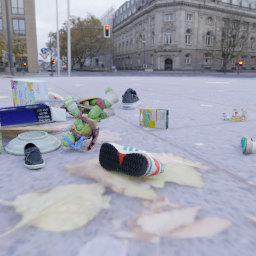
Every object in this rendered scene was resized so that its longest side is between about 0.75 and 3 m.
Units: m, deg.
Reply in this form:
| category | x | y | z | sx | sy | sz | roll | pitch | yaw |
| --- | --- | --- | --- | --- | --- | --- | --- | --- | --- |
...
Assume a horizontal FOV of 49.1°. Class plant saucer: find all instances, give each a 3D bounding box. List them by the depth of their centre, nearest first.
| category | x | y | z | sx | sy | sz | roll | pitch | yaw |
| --- | --- | --- | --- | --- | --- | --- | --- | --- | --- |
| plant saucer | -2.691 | 0.368 | 7.987 | 1.525 | 0.383 | 1.525 | 1 | 14 | 0 |

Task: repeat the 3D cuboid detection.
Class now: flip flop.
| category | x | y | z | sx | sy | sz | roll | pitch | yaw |
| --- | --- | --- | --- | --- | --- | --- | --- | --- | --- |
| flip flop | -2.152 | -0.712 | 12.365 | 1.742 | 0.501 | 0.706 | 8 | -27 | -14 |

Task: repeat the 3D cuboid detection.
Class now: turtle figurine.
| category | x | y | z | sx | sy | sz | roll | pitch | yaw |
| --- | --- | --- | --- | --- | --- | --- | --- | --- | --- |
| turtle figurine | -1.442 | -0.459 | 8.225 | 2.162 | 1.556 | 2.096 | 20 | 46 | 42 |

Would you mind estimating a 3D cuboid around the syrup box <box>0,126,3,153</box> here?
| category | x | y | z | sx | sy | sz | roll | pitch | yaw |
| --- | --- | --- | --- | --- | --- | --- | --- | --- | --- |
| syrup box | -4.008 | -0.599 | 6.890 | 1.124 | 2.760 | 1.087 | 5 | 14 | 19 |

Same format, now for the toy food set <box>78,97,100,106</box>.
| category | x | y | z | sx | sy | sz | roll | pitch | yaw |
| --- | --- | --- | --- | --- | --- | --- | --- | --- | --- |
| toy food set | -2.088 | -1.156 | 14.428 | 1.032 | 0.573 | 1.754 | -20 | -3 | 36 |

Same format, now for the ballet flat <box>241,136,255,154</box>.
| category | x | y | z | sx | sy | sz | roll | pitch | yaw |
| --- | --- | --- | --- | --- | --- | --- | --- | --- | --- |
| ballet flat | 3.339 | 0.459 | 7.677 | 0.389 | 0.394 | 1.157 | 13 | 17 | 16 |

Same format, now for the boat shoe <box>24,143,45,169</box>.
| category | x | y | z | sx | sy | sz | roll | pitch | yaw |
| --- | --- | --- | --- | --- | --- | --- | --- | --- | --- |
| boat shoe | -2.297 | 0.662 | 6.742 | 0.439 | 0.366 | 1.177 | -7 | 20 | -26 |

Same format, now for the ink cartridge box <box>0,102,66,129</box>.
| category | x | y | z | sx | sy | sz | roll | pitch | yaw |
| --- | --- | --- | --- | --- | --- | --- | --- | --- | --- |
| ink cartridge box | -3.486 | -0.312 | 8.971 | 2.540 | 0.517 | 2.545 | -6 | -1 | 1 |

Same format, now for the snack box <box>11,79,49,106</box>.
| category | x | y | z | sx | sy | sz | roll | pitch | yaw |
| --- | --- | --- | --- | --- | --- | --- | --- | --- | --- |
| snack box | -4.068 | -1.152 | 11.637 | 2.004 | 1.690 | 0.678 | 11 | 19 | 41 |

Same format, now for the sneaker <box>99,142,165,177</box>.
| category | x | y | z | sx | sy | sz | roll | pitch | yaw |
| --- | --- | --- | --- | --- | --- | --- | --- | --- | --- |
| sneaker | 0.055 | 0.747 | 6.280 | 0.814 | 0.613 | 1.741 | 16 | -4 | -41 |

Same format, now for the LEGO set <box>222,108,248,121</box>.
| category | x | y | z | sx | sy | sz | roll | pitch | yaw |
| --- | --- | --- | --- | --- | --- | --- | --- | --- | --- |
| LEGO set | 4.748 | -0.625 | 11.909 | 1.469 | 0.547 | 0.676 | -7 | 15 | -28 |

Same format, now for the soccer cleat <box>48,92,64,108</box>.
| category | x | y | z | sx | sy | sz | roll | pitch | yaw |
| --- | --- | --- | --- | --- | --- | --- | --- | --- | --- |
| soccer cleat | -4.446 | -1.380 | 14.362 | 2.859 | 0.991 | 1.109 | 1 | 10 | 16 |

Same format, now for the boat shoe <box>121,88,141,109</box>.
| category | x | y | z | sx | sy | sz | roll | pitch | yaw |
| --- | --- | --- | --- | --- | --- | --- | --- | --- | --- |
| boat shoe | 0.124 | -1.744 | 15.756 | 1.031 | 0.976 | 2.947 | 3 | 13 | 11 |

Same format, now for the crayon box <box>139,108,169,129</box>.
| category | x | y | z | sx | sy | sz | roll | pitch | yaw |
| --- | --- | --- | --- | --- | --- | --- | --- | --- | --- |
| crayon box | 0.971 | -0.373 | 10.507 | 1.100 | 0.692 | 0.284 | 7 | 15 | 28 |
